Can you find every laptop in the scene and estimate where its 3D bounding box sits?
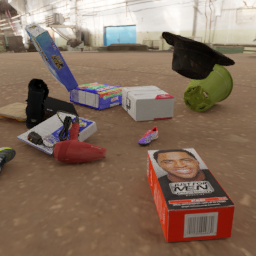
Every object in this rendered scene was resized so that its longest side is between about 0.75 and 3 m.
[{"bbox_3d":[-3.484,-0.832,12.913,2.029,1.048,1.798,-13,-20,42],"label":"laptop"}]

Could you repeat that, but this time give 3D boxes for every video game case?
[{"bbox_3d":[-2.430,-2.242,8.828,0.436,1.917,1.738,-35,38,-12],"label":"video game case"}]

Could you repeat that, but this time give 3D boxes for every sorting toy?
[{"bbox_3d":[-5.082,-0.743,13.242,2.007,0.395,2.168,11,18,18],"label":"sorting toy"}]

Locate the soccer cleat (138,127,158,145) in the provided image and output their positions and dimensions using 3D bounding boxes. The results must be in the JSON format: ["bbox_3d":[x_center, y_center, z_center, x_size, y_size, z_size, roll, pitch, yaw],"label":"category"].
[{"bbox_3d":[0.741,0.299,10.310,0.404,0.433,1.184,13,24,33],"label":"soccer cleat"}]

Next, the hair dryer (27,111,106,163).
[{"bbox_3d":[-1.776,0.294,9.087,2.553,0.693,1.944,33,52,17],"label":"hair dryer"}]

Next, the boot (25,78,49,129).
[{"bbox_3d":[-3.874,-1.233,11.953,0.857,1.885,2.244,9,25,-19],"label":"boot"}]

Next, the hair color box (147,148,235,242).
[{"bbox_3d":[1.296,1.410,6.673,1.372,0.828,2.702,-3,20,-5],"label":"hair color box"}]

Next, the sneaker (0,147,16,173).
[{"bbox_3d":[-3.824,1.096,8.089,0.642,0.586,1.585,16,32,22],"label":"sneaker"}]

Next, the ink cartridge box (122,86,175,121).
[{"bbox_3d":[0.884,-1.263,13.657,1.863,1.069,2.565,-5,21,-14],"label":"ink cartridge box"}]

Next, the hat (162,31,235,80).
[{"bbox_3d":[2.185,-2.283,9.657,2.689,1.085,2.689,22,11,-5],"label":"hat"}]

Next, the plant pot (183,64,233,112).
[{"bbox_3d":[3.917,-1.893,14.327,2.320,2.320,2.203,12,36,30],"label":"plant pot"}]

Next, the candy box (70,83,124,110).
[{"bbox_3d":[-1.643,-1.811,15.360,2.446,0.942,2.068,18,25,37],"label":"candy box"}]

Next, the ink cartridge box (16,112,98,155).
[{"bbox_3d":[-2.568,0.228,10.210,2.102,0.500,2.127,18,44,36],"label":"ink cartridge box"}]
